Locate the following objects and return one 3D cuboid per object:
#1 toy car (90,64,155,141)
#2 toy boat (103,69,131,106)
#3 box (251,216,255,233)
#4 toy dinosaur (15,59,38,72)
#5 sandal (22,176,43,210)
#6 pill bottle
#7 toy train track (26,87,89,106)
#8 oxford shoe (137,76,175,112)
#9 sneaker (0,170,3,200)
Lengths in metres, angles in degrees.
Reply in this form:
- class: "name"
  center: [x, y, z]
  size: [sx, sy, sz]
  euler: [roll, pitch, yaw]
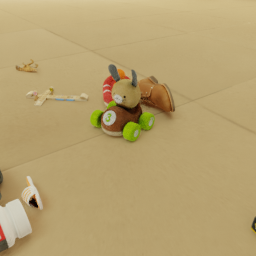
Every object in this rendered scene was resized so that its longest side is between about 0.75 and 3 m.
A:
- class: "toy car"
  center: [-0.162, -0.855, 8.234]
  size: [1.577, 1.919, 1.514]
  euler: [21, 37, 31]
- class: "toy boat"
  center: [-0.323, -1.545, 10.031]
  size: [1.186, 1.188, 1.818]
  euler: [-3, 32, -5]
- class: "box"
  center: [3.268, 2.056, 5.042]
  size: [1.241, 0.384, 1.555]
  euler: [-13, 34, -22]
- class: "toy dinosaur"
  center: [-4.418, -2.713, 12.757]
  size: [1.532, 0.463, 0.813]
  euler: [9, 54, 27]
- class: "sandal"
  center: [-2.126, 1.439, 6.041]
  size: [0.318, 0.425, 1.109]
  euler: [-20, 28, -26]
- class: "pill bottle"
  center: [-2.515, 1.868, 4.921]
  size: [1.425, 0.812, 0.812]
  euler: [-21, 38, -30]
- class: "toy train track"
  center: [-2.630, -1.254, 10.350]
  size: [2.328, 0.379, 1.335]
  euler: [4, 32, 5]
- class: "oxford shoe"
  center: [0.866, -1.087, 9.709]
  size: [0.940, 0.940, 2.636]
  euler: [-18, 25, -10]
- class: "sneaker"
  center: [-3.044, 1.066, 5.748]
  size: [0.715, 0.800, 1.952]
  euler: [-16, 16, -19]
